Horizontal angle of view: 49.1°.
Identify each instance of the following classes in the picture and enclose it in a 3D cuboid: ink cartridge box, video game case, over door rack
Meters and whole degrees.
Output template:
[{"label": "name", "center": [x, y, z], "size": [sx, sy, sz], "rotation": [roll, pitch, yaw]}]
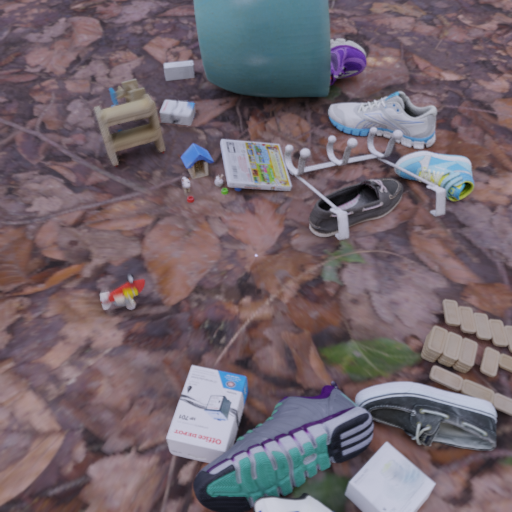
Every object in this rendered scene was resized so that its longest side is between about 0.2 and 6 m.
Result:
[{"label": "ink cartridge box", "center": [-1.871, -3.426, 13.396], "size": [0.736, 0.308, 0.534], "rotation": [8, 51, 5]}, {"label": "video game case", "center": [-0.027, -1.956, 12.013], "size": [1.350, 0.170, 1.484], "rotation": [2, 46, -15]}, {"label": "ink cartridge box", "center": [-0.686, 2.299, 8.136], "size": [0.881, 0.517, 1.204], "rotation": [9, 47, 9]}, {"label": "over door rack", "center": [2.066, -1.694, 11.101], "size": [2.219, 1.000, 3.003], "rotation": [-14, 39, -11]}]

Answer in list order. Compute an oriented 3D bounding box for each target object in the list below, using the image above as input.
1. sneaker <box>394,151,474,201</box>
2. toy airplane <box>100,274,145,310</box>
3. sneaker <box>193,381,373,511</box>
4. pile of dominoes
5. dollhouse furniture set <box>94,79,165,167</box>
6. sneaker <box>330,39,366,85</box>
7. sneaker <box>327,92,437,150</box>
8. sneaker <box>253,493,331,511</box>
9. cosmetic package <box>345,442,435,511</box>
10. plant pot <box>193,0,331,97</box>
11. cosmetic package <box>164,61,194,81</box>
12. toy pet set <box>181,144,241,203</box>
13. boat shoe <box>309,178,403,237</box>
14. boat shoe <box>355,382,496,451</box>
[{"label": "sneaker", "center": [3.730, -1.607, 11.559], "size": [1.625, 0.646, 1.061], "rotation": [0, 47, 1]}, {"label": "toy airplane", "center": [-2.259, 0.706, 9.452], "size": [0.736, 0.521, 0.739], "rotation": [-25, 13, 35]}, {"label": "sneaker", "center": [0.284, 2.595, 7.801], "size": [2.602, 0.968, 1.139], "rotation": [-15, 29, -18]}, {"label": "pile of dominoes", "center": [3.744, 1.729, 8.920], "size": [2.104, 0.335, 1.640], "rotation": [24, 51, 10]}, {"label": "dollhouse furniture set", "center": [-2.926, -2.998, 12.527], "size": [1.202, 1.195, 1.706], "rotation": [-19, 39, -15]}, {"label": "sneaker", "center": [1.670, -4.483, 13.690], "size": [2.792, 1.126, 1.165], "rotation": [-18, 63, -32]}, {"label": "sneaker", "center": [2.898, -3.302, 12.786], "size": [2.544, 1.103, 0.954], "rotation": [14, 51, 14]}, {"label": "sneaker", "center": [0.224, 3.668, 6.800], "size": [1.164, 0.815, 2.016], "rotation": [31, 48, 29]}, {"label": "cosmetic package", "center": [1.764, 3.096, 7.429], "size": [0.813, 0.501, 0.816], "rotation": [-36, 56, -28]}, {"label": "plant pot", "center": [0.097, -5.443, 13.216], "size": [2.872, 3.579, 3.579], "rotation": [-6, 48, 3]}, {"label": "cosmetic package", "center": [-2.012, -4.841, 14.633], "size": [0.762, 0.388, 0.282], "rotation": [-7, 48, -8]}, {"label": "toy pet set", "center": [-1.041, -1.808, 11.737], "size": [1.194, 0.634, 1.115], "rotation": [-16, 50, -15]}, {"label": "boat shoe", "center": [2.060, -1.097, 11.076], "size": [2.331, 0.664, 0.779], "rotation": [-27, 53, -22]}, {"label": "boat shoe", "center": [2.444, 2.319, 7.958], "size": [2.038, 0.735, 0.723], "rotation": [6, 44, 3]}]
